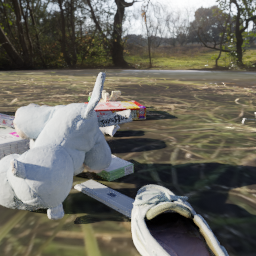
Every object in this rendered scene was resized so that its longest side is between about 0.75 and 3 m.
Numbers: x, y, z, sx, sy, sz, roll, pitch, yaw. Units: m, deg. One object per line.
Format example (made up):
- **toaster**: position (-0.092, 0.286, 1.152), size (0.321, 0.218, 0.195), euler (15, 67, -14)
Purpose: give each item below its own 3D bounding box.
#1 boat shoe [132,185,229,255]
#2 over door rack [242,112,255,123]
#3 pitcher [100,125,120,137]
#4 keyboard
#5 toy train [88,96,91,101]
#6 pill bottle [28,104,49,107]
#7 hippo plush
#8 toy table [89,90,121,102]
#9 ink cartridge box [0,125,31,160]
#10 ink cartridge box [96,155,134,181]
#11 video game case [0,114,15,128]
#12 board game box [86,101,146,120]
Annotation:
- **boat shoe**: position (0.587, 1.287, 3.351), size (0.961, 0.836, 2.606), euler (-1, 15, -5)
- **over door rack**: position (4.967, -0.323, 10.415), size (1.115, 0.371, 0.824), euler (-9, 16, -29)
- **pitcher**: position (-0.775, -0.045, 9.123), size (0.902, 0.547, 0.774), euler (14, 14, 16)
- **keyboard**: position (-0.336, 1.244, 5.072), size (1.568, 0.084, 0.441), euler (14, 15, 42)
- **toy train**: position (-2.074, -1.595, 15.493), size (0.175, 0.236, 0.838), euler (-4, 16, -15)
- **pill bottle**: position (-2.051, -0.116, 7.442), size (1.433, 0.804, 0.804), euler (24, 22, 15)
- **hippo plush**: position (-1.148, 0.657, 4.881), size (2.422, 1.929, 1.947), euler (-14, 39, 29)
- **toy table**: position (-0.991, -1.203, 12.734), size (1.527, 0.894, 1.404), euler (-7, 16, -22)
- **ink cartridge box**: position (-4.063, 0.445, 7.073), size (2.708, 0.590, 2.351), euler (13, 18, 41)
- **ink cartridge box**: position (-0.442, 0.838, 6.252), size (0.701, 0.231, 0.963), euler (-13, 20, -41)
- **video game case**: position (-3.412, -0.187, 8.545), size (1.846, 0.233, 2.026), euler (14, 0, -25)
- **board game box**: position (-0.583, -0.698, 11.497), size (2.252, 0.521, 1.706), euler (-4, 15, -15)
